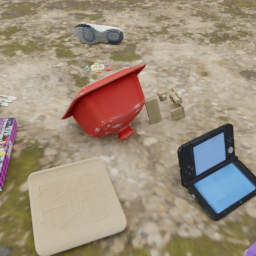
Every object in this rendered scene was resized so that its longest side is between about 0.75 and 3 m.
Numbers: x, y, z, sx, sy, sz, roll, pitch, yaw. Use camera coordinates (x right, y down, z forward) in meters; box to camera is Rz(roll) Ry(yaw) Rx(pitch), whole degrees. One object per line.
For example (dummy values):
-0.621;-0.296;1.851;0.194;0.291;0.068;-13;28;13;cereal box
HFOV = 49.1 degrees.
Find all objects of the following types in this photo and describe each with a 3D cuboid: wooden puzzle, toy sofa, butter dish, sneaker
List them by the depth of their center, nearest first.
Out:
3.957;2.354;6.332;2.692;1.115;1.313;-27;47;-30;toy sofa
-1.391;1.964;7.324;2.149;0.537;2.320;-13;46;-15;wooden puzzle
-0.502;-0.517;9.255;2.707;2.699;2.001;-31;91;-26;butter dish
-1.665;-5.432;16.142;2.906;1.083;1.266;9;29;0;sneaker

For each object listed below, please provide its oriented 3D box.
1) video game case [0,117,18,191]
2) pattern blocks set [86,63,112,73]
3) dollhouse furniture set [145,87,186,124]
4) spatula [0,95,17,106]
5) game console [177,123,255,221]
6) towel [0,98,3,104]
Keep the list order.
-5.047;0.806;8.679;2.682;0.530;2.959;-6;40;-7;video game case
-1.461;-2.931;13.622;1.144;0.093;1.005;-15;41;-17;pattern blocks set
1.244;-0.949;10.467;1.318;1.253;1.074;-21;37;-2;dollhouse furniture set
-5.154;-1.157;11.479;1.015;0.081;0.705;10;43;16;spatula
2.589;1.100;7.679;2.095;1.842;1.219;-22;23;-26;game console
-5.732;-1.143;11.233;1.018;0.286;1.189;-30;48;-26;towel
